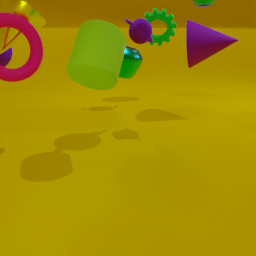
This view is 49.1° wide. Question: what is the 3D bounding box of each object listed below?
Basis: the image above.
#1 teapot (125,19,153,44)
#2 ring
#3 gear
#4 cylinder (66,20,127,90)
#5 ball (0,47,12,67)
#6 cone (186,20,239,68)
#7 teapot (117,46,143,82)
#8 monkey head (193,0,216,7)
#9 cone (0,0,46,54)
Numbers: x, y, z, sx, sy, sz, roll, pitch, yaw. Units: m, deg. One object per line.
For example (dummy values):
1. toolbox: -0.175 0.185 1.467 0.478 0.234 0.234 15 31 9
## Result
1. teapot: 0.416 -3.196 9.320 1.277 0.794 0.625 32 14 -25
2. ring: -2.437 -1.658 5.819 1.384 1.384 0.277 -17 20 -37
3. gear: 1.099 -3.720 10.384 1.344 1.344 0.249 2 45 5
4. cylinder: -0.599 -1.396 5.474 0.984 0.984 0.984 11 -18 4
5. ball: -4.441 -2.520 9.077 1.286 1.286 1.286 0 22 0
6. cone: 2.577 -2.597 8.503 1.456 1.451 1.451 0 21 17
7. teapot: -0.210 -1.576 6.850 1.134 0.893 1.823 26 21 28
8. monkey head: 1.874 -3.363 6.702 0.678 0.810 1.125 27 -6 -27
9. cone: -2.637 -2.183 6.340 1.139 1.144 1.139 23 -7 3
